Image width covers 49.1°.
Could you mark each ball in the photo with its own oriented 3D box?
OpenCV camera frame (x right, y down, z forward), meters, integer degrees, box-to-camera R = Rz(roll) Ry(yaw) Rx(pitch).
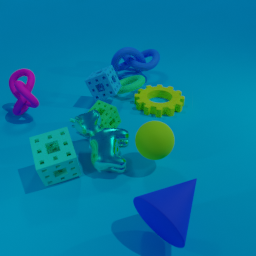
[{"bbox_3d":[0.673,0.312,7.055,0.990,0.990,0.990,0,36,0],"label":"ball"}]

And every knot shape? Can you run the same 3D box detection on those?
[{"bbox_3d":[0.150,-2.765,11.383,1.842,0.910,1.969,-7,12,-36],"label":"knot shape"},{"bbox_3d":[-3.456,-1.054,9.241,0.718,1.454,1.554,-6,47,-32],"label":"knot shape"}]

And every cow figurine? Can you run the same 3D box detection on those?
[{"bbox_3d":[-0.802,0.354,7.436,1.664,0.928,1.691,6,63,2],"label":"cow figurine"}]

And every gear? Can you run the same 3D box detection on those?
[{"bbox_3d":[1.122,-1.006,10.076,1.753,0.324,1.753,0,36,0],"label":"gear"}]

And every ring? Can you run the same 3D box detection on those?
[{"bbox_3d":[0.012,-1.662,10.683,1.344,0.269,1.344,-17,24,8],"label":"ring"}]

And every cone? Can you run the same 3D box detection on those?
[{"bbox_3d":[1.010,1.457,5.689,1.291,1.291,1.295,31,59,35],"label":"cone"}]

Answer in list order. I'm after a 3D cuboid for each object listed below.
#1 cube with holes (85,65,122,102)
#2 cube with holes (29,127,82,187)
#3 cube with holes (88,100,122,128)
[{"bbox_3d":[-0.841,-1.544,9.689,0.821,0.821,0.821,-16,25,22],"label":"cube with holes"},{"bbox_3d":[-1.779,0.718,6.943,0.931,0.931,0.931,-17,56,-13],"label":"cube with holes"},{"bbox_3d":[-0.754,-0.280,8.592,0.711,0.711,0.711,23,62,28],"label":"cube with holes"}]
